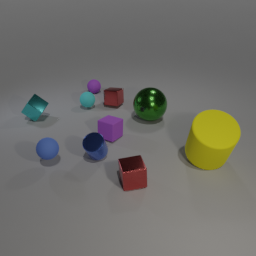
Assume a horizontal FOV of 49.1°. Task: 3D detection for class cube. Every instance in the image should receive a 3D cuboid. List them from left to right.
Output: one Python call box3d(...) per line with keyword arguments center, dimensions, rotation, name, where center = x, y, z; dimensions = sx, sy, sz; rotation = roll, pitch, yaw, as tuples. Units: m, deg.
box3d(center=(-3.865, -0.842, 11.651), dimensions=(0.700, 0.700, 0.700), rotation=(36, 39, -17), name="cube")
box3d(center=(-0.654, 0.004, 10.440), dimensions=(0.700, 0.700, 0.700), rotation=(16, 27, 28), name="cube")
box3d(center=(-0.653, -1.455, 12.935), dimensions=(0.700, 0.700, 0.700), rotation=(7, 22, 23), name="cube")
box3d(center=(0.133, 1.308, 8.155), dimensions=(0.700, 0.700, 0.700), rotation=(-9, 30, -9), name="cube")

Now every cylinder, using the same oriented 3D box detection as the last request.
box3d(center=(-1.051, 0.598, 9.078), dimensions=(0.700, 0.700, 0.700), rotation=(-4, 61, 7), name="cylinder")
box3d(center=(2.573, 0.383, 8.694), dimensions=(1.400, 1.400, 1.400), rotation=(0, 56, 0), name="cylinder")

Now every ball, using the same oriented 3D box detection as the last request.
box3d(center=(-2.517, 0.644, 8.768), dimensions=(0.700, 0.700, 0.700), rotation=(0, 29, 0), name="ball")
box3d(center=(-1.833, -1.286, 12.665), dimensions=(0.700, 0.700, 0.700), rotation=(0, 29, 0), name="ball")
box3d(center=(-1.740, -2.139, 14.354), dimensions=(0.700, 0.700, 0.700), rotation=(0, 29, 0), name="ball")
box3d(center=(0.914, -0.975, 11.546), dimensions=(1.400, 1.400, 1.400), rotation=(0, 29, 0), name="ball")
